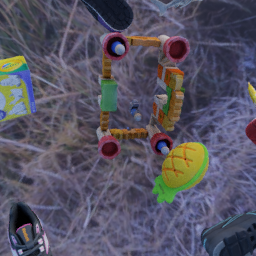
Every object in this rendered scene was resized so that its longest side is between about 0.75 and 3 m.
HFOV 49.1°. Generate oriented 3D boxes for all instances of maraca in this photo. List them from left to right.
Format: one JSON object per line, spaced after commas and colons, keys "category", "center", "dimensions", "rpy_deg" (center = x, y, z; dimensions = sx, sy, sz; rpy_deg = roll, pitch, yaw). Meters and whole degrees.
{"category": "maraca", "center": [1.207, 1.035, 6.580], "dimensions": [0.902, 1.157, 1.687], "rpy_deg": [38, 98, -21]}

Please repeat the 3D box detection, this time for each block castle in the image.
{"category": "block castle", "center": [0.269, -0.688, 6.447], "dimensions": [1.916, 1.345, 2.867], "rpy_deg": [-2, 116, -15]}

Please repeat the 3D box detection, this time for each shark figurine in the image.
{"category": "shark figurine", "center": [1.437, -3.497, 7.255], "dimensions": [0.967, 1.619, 0.676], "rpy_deg": [-37, 116, -31]}

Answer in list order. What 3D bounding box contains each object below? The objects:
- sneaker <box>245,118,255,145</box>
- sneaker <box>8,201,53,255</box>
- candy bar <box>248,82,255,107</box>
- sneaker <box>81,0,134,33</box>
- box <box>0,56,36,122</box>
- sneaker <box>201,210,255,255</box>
{"category": "sneaker", "center": [3.677, -0.476, 5.715], "dimensions": [1.014, 2.589, 1.496], "rpy_deg": [47, 63, -1]}
{"category": "sneaker", "center": [-1.904, 2.325, 5.360], "dimensions": [0.865, 0.930, 2.153], "rpy_deg": [-23, 46, -29]}
{"category": "candy bar", "center": [3.314, -0.727, 7.244], "dimensions": [0.161, 1.456, 0.363], "rpy_deg": [-18, 120, 18]}
{"category": "sneaker", "center": [-0.834, -2.895, 6.080], "dimensions": [0.800, 0.925, 2.113], "rpy_deg": [-43, 105, -6]}
{"category": "box", "center": [-3.481, -0.681, 6.376], "dimensions": [2.519, 1.478, 0.609], "rpy_deg": [-18, 56, -22]}
{"category": "sneaker", "center": [2.975, 2.262, 6.581], "dimensions": [2.733, 1.083, 1.030], "rpy_deg": [-17, 94, -7]}
